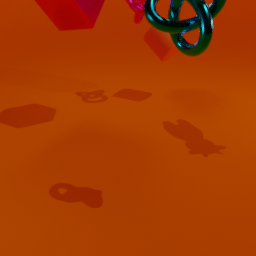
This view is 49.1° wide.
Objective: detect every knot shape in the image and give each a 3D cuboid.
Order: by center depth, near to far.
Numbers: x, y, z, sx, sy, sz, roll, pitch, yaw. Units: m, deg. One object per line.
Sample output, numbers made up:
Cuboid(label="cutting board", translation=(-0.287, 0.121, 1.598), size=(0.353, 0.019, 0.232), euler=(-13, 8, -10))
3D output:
Cuboid(label="knot shape", translation=(0.808, -1.529, 3.554), size=(1.054, 0.986, 0.487), euler=(47, 29, -6))
Cuboid(label="knot shape", translation=(0.254, -3.726, 8.225), size=(0.582, 1.178, 1.259), euler=(-23, 16, 6))

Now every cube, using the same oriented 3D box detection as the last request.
Cuboid(label="cube", translation=(-1.351, -3.142, 6.719), size=(1.089, 1.089, 1.089), euler=(7, 67, 28))

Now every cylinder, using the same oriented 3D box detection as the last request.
Cuboid(label="cylinder", translation=(1.142, -2.778, 8.896), size=(0.945, 0.945, 0.945), euler=(51, 44, 6))
